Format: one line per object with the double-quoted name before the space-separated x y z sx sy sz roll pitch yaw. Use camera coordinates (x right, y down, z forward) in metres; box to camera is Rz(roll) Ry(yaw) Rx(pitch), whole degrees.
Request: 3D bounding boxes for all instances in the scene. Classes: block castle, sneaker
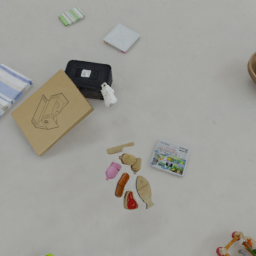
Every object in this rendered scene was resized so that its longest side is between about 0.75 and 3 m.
"block castle" 3.602 4.012 8.521 1.038 0.729 1.553 -39 67 -14
"sneaker" -0.744 -1.178 10.028 0.452 0.515 1.286 -34 34 9

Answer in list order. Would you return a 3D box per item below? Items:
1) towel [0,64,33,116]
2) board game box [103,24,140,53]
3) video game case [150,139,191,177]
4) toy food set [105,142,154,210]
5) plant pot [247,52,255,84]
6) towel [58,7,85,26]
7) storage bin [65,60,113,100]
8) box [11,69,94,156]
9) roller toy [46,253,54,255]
"towel" -5.390 -1.455 11.519 1.856 0.301 2.527 29 67 15
"board game box" -0.284 -4.156 12.962 1.269 0.164 1.269 32 67 15
"video game case" 1.559 1.088 10.317 1.254 0.138 1.143 18 65 8
"toy food set" -0.041 1.564 8.566 1.346 0.334 2.118 -13 88 -31
"plant pot" 5.868 -2.236 11.556 2.026 0.935 2.026 0 62 1
"towel" -2.737 -5.410 13.629 1.099 0.169 0.820 -32 65 -13
"storage bin" -1.627 -1.970 11.469 1.837 0.861 1.242 9 64 4
"box" -2.892 -0.618 10.586 2.682 0.285 2.193 -40 70 3
"roller toy" -2.535 4.313 8.403 0.900 0.629 0.821 -22 57 -2
